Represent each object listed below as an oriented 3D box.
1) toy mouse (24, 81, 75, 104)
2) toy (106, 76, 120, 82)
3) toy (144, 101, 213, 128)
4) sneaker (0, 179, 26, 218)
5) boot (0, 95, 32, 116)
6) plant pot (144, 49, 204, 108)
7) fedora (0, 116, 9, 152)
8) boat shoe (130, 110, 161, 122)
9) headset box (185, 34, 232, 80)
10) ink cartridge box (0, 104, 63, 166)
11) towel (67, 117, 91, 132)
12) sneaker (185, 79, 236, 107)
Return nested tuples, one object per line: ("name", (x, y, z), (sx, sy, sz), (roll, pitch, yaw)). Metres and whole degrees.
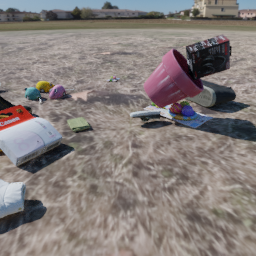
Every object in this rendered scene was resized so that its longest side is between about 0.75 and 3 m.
("toy mouse", (-3.998, -1.781, 13.457), (2.655, 0.514, 2.359), (0, 24, 0))
("toy", (-0.856, -2.898, 16.298), (0.520, 0.213, 0.902), (8, 26, 15))
("toy", (2.008, -0.789, 11.209), (2.454, 0.579, 1.413), (21, 32, 39))
("sneaker", (-2.856, 1.408, 6.426), (0.958, 0.611, 1.657), (-11, 36, -26))
("boot", (-4.805, -1.038, 10.781), (1.993, 1.379, 0.772), (-7, 25, -16))
("plant pot", (1.601, -1.705, 10.536), (1.692, 1.890, 1.890), (-36, 10, 27))
("fedora", (-4.127, 0.092, 9.025), (1.906, 0.778, 1.906), (-1, 24, 0))
("boat shoe", (0.671, -0.428, 10.478), (1.228, 0.391, 0.434), (-5, 12, -19))
("headset box", (2.859, -2.469, 9.751), (1.517, 1.129, 0.586), (-17, 41, 1))
("ink cartridge box", (-3.251, 0.023, 8.456), (2.017, 0.576, 1.640), (47, 41, 11))
("towel", (-1.827, -0.138, 10.264), (0.701, 0.172, 0.945), (-12, 28, -22))
("sneaker", (3.510, -1.772, 13.049), (1.530, 1.077, 2.880), (-6, 32, -27))
